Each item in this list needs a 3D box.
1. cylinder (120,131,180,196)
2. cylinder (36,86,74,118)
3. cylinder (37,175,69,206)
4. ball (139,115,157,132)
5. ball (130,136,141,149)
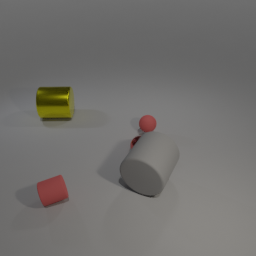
[{"bbox_3d":[0.673,1.045,8.427,1.400,1.400,1.400,14,39,23],"label":"cylinder"},{"bbox_3d":[-3.184,-1.131,12.410,1.400,1.400,1.400,-1,30,-1],"label":"cylinder"},{"bbox_3d":[-2.137,1.771,7.972,0.700,0.700,0.700,-19,33,-10],"label":"cylinder"},{"bbox_3d":[0.781,-0.171,11.104,0.700,0.700,0.700,0,30,0],"label":"ball"},{"bbox_3d":[0.428,0.629,10.068,0.700,0.700,0.700,0,30,0],"label":"ball"}]
